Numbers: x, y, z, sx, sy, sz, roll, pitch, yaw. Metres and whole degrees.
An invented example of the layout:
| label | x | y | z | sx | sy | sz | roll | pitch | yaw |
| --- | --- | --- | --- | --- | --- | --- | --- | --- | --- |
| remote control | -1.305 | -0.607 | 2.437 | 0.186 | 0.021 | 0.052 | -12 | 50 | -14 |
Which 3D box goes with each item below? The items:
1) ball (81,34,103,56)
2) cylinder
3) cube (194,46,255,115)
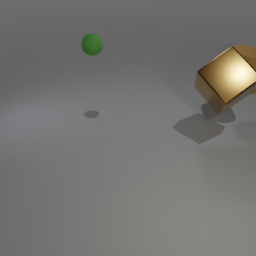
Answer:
| label | x | y | z | sx | sy | sz | roll | pitch | yaw |
| --- | --- | --- | --- | --- | --- | --- | --- | --- | --- |
| ball | -1.180 | -2.731 | 9.199 | 0.700 | 0.700 | 0.700 | 0 | 31 | 0 |
| cylinder | 4.373 | -2.182 | 10.388 | 1.400 | 1.400 | 1.400 | 8 | 35 | -5 |
| cube | 3.205 | -1.492 | 9.215 | 1.400 | 1.400 | 1.400 | -36 | 75 | 1 |
